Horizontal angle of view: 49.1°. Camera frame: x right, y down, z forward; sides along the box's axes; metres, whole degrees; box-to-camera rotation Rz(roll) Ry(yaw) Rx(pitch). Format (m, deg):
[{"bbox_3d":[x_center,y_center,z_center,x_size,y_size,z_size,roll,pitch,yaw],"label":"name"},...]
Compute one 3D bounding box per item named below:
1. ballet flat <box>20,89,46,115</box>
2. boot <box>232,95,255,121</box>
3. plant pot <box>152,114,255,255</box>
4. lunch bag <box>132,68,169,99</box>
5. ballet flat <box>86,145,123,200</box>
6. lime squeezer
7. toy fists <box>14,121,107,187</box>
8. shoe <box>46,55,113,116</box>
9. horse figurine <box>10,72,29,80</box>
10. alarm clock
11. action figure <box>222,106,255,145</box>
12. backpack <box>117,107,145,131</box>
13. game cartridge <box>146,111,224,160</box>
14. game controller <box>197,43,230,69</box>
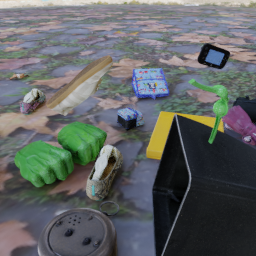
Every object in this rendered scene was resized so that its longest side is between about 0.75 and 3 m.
[{"bbox_3d":[-3.893,-1.215,11.542,0.643,0.662,1.859,4,30,7],"label":"ballet flat"},{"bbox_3d":[4.672,-0.433,9.988,1.938,0.875,2.365,16,31,26],"label":"boot"},{"bbox_3d":[1.732,1.367,5.699,2.028,2.286,2.281,11,29,-3],"label":"plant pot"},{"bbox_3d":[1.003,-1.878,12.752,1.411,0.882,1.875,-3,42,-7],"label":"lunch bag"},{"bbox_3d":[-0.581,0.969,7.555,0.738,0.819,2.176,6,30,10],"label":"ballet flat"},{"bbox_3d":[1.473,-0.348,4.713,0.306,1.622,0.573,28,70,41],"label":"lime squeezer"},{"bbox_3d":[-1.756,0.711,7.968,1.363,0.920,2.675,17,34,40],"label":"toy fists"},{"bbox_3d":[-1.451,-1.318,9.058,2.823,0.754,0.987,-32,26,26],"label":"shoe"},{"bbox_3d":[-5.671,-2.732,14.635,0.920,0.230,0.610,-2,30,-4],"label":"horse figurine"},{"bbox_3d":[-0.855,2.158,5.640,1.497,0.739,2.220,15,30,25],"label":"alarm clock"},{"bbox_3d":[3.911,0.115,9.229,1.256,1.396,1.875,-33,59,-13],"label":"action figure"},{"bbox_3d":[0.145,-0.383,10.147,0.910,0.613,0.831,-15,32,-27],"label":"backpack"},{"bbox_3d":[1.963,0.307,9.197,2.282,0.420,2.589,8,33,14],"label":"game cartridge"},{"bbox_3d":[2.756,-2.282,8.990,1.247,0.650,0.263,6,19,-32],"label":"game controller"}]
